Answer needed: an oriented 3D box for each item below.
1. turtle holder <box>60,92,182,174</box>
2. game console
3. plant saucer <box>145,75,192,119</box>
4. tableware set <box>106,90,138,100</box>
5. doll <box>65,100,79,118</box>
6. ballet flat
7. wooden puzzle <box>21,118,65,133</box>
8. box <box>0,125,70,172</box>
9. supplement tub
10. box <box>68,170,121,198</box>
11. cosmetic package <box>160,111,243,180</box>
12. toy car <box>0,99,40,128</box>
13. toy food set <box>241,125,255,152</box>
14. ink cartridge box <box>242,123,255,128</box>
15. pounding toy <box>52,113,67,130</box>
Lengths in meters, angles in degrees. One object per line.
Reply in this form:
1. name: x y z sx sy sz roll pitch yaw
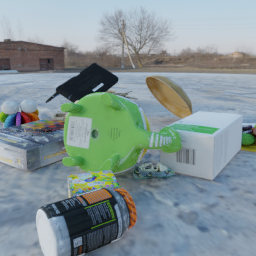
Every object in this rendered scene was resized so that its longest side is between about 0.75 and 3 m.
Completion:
1. turtle holder: -0.222 0.054 7.028 2.706 2.056 1.921 -27 -16 27
2. game console: -2.285 -1.878 14.035 2.507 1.659 2.851 33 51 15
3. plant saucer: 1.905 -1.430 12.337 0.476 2.689 2.689 -46 27 -8
4. tableware set: -0.894 -2.068 16.671 1.843 0.559 2.788 -9 17 -30
5. doll: -1.416 -0.634 9.880 1.647 0.585 2.414 -25 25 -21
6. ballet flat: 0.654 1.031 6.896 1.065 0.395 0.395 -4 15 -15
7. wooden puzzle: -2.677 -0.086 9.165 1.109 0.131 1.870 8 16 28
8. box: -2.973 0.471 8.515 2.549 0.616 2.019 10 17 33
9. supplement tub: -0.610 1.439 4.328 1.398 0.857 0.857 -9 17 -34
10. box: -0.677 1.284 5.484 0.930 0.567 0.896 -4 15 -14
11. cosmetic package: 2.162 0.348 7.922 1.483 1.169 2.757 7 18 32
12. toy car: -4.223 -0.336 10.988 1.509 1.321 1.132 -7 52 -27
13. toy food set: 4.072 0.142 8.984 2.143 0.700 1.261 12 39 40
14. ink cartridge box: 4.758 0.119 10.315 2.167 0.425 1.077 3 15 6
15. pounding toy: -2.284 -0.142 10.850 1.236 0.644 1.407 -2 15 -7
